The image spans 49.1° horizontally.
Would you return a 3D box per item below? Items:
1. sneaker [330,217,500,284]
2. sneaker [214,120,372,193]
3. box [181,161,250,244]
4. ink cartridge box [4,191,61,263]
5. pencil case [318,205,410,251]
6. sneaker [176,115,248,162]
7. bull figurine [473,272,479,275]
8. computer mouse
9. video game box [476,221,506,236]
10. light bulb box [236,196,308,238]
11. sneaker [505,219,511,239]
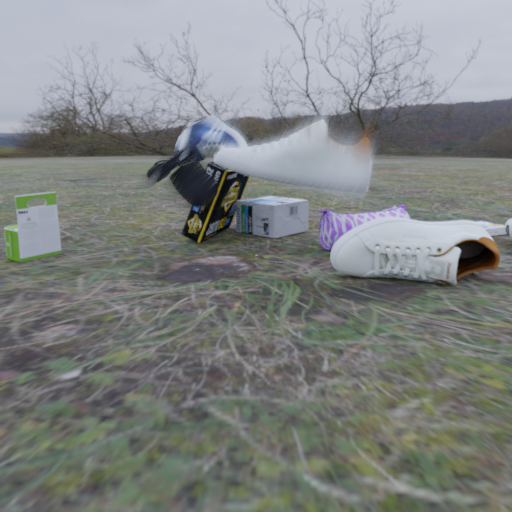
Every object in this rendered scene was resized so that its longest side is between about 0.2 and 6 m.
[{"bbox_3d":[2.532,-0.038,8.840,2.629,0.957,1.113,-8,27,-1],"label":"sneaker"},{"bbox_3d":[0.732,-2.042,10.941,3.043,1.288,1.108,8,6,4],"label":"sneaker"},{"bbox_3d":[-0.823,-1.305,12.606,0.525,1.699,2.127,27,18,8],"label":"box"},{"bbox_3d":[-4.218,-0.577,10.554,0.466,1.231,0.910,9,16,33],"label":"ink cartridge box"},{"bbox_3d":[2.245,-0.583,11.457,1.963,0.839,0.824,-6,8,-20],"label":"pencil case"},{"bbox_3d":[-0.998,-2.235,11.976,1.248,0.687,1.705,-37,55,-10],"label":"sneaker"},{"bbox_3d":[3.496,0.138,9.552,0.864,0.281,0.525,-5,20,-1],"label":"bull figurine"},{"bbox_3d":[-1.249,-1.361,10.704,1.078,0.410,1.556,-32,-35,11],"label":"computer mouse"},{"bbox_3d":[5.250,-0.628,13.065,0.918,0.215,0.837,-6,12,-25],"label":"video game box"},{"bbox_3d":[0.372,-0.931,13.110,1.245,0.777,1.234,12,17,42],"label":"light bulb box"},{"bbox_3d":[6.412,-0.651,11.638,2.398,0.888,1.061,1,15,3],"label":"sneaker"}]
